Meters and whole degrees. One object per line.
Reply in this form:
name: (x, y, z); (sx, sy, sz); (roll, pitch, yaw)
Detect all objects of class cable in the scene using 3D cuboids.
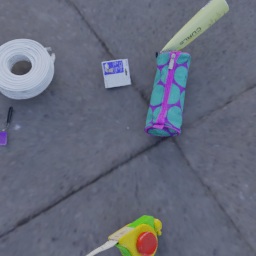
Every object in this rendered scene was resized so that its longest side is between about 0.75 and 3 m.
cable: (-3.295, -1.852, 8.760); (1.907, 0.660, 1.908); (-1, 73, -5)

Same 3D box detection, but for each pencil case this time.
pencil case: (1.206, -1.041, 8.491); (1.108, 1.203, 2.603); (7, 75, 13)

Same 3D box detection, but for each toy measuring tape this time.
toy measuring tape: (-0.121, 3.147, 7.027); (2.815, 1.036, 1.036); (-19, 72, -38)

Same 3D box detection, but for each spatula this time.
spatula: (-3.818, -0.087, 8.780); (0.358, 0.130, 1.266); (-1, 69, 24)

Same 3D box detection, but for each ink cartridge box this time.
ink cartridge box: (-0.372, -1.761, 9.056); (0.850, 0.185, 0.842); (-8, 107, -2)

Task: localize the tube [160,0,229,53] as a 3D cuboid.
tube: (2.013, -3.044, 8.750); (2.366, 0.686, 0.614); (-40, 35, 13)
